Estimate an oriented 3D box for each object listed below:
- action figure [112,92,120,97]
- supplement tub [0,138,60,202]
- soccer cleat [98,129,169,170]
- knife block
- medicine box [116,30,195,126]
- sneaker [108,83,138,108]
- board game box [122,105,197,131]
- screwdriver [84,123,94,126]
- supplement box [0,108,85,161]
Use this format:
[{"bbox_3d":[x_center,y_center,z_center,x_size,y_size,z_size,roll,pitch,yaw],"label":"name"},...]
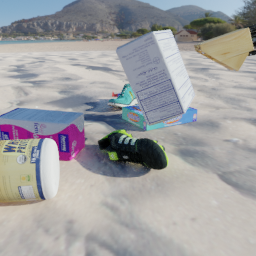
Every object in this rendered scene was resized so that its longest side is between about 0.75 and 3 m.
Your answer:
[{"bbox_3d":[-0.123,-1.764,14.441,1.376,0.356,0.450,4,17,2],"label":"action figure"},{"bbox_3d":[-2.304,0.844,5.578,1.698,1.226,1.226,-2,19,-6],"label":"supplement tub"},{"bbox_3d":[0.069,0.616,7.099,0.967,0.806,2.386,-24,23,-27],"label":"soccer cleat"},{"bbox_3d":[3.494,-2.888,9.054,2.118,1.859,0.678,25,11,-10],"label":"knife block"},{"bbox_3d":[0.791,-1.317,6.990,1.010,1.963,1.788,-18,12,26],"label":"medicine box"},{"bbox_3d":[-0.112,-1.480,12.533,0.978,1.005,2.523,11,24,24],"label":"sneaker"},{"bbox_3d":[1.175,-0.536,10.584,2.280,0.513,1.734,-11,22,-29],"label":"board game box"},{"bbox_3d":[-2.129,-0.034,9.427,2.109,0.307,0.294,-15,26,-28],"label":"screwdriver"},{"bbox_3d":[-2.378,0.127,7.841,2.125,1.075,1.098,4,20,12],"label":"supplement box"}]
